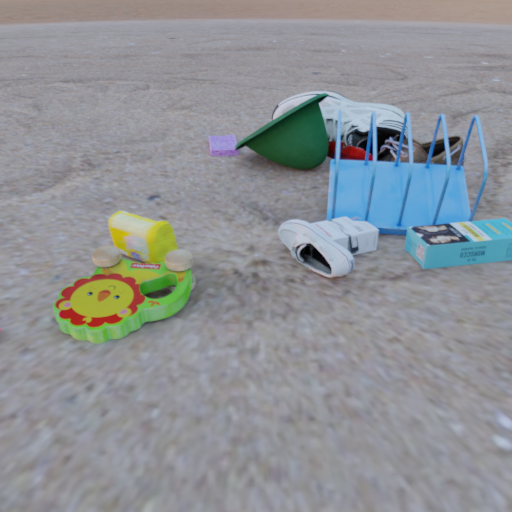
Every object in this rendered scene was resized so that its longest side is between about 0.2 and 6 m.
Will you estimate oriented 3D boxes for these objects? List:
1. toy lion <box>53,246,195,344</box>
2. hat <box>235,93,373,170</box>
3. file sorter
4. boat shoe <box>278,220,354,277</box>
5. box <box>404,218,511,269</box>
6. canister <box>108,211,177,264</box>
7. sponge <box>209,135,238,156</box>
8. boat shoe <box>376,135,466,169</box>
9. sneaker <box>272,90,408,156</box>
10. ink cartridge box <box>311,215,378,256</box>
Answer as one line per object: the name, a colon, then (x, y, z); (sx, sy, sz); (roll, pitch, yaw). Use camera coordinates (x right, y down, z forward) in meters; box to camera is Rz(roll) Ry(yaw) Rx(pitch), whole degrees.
toy lion: (-1.788, 0.548, 7.628); (1.707, 0.586, 1.637); (2, 35, 4)
hat: (1.248, -2.079, 12.781); (2.350, 2.497, 2.837); (-36, 10, -39)
file sorter: (2.551, -1.487, 9.739); (2.497, 1.532, 1.732); (4, 52, 6)
boat shoe: (0.805, -0.094, 8.770); (0.512, 0.560, 1.558); (-16, 40, -36)
box: (3.387, -0.215, 9.058); (1.767, 0.434, 0.727); (-5, 29, -10)
canister: (-1.781, -0.260, 8.789); (1.040, 0.772, 0.450); (18, 41, 33)
sponge: (-0.831, -2.798, 14.158); (0.692, 0.185, 1.241); (-3, 29, -6)
boat shoe: (2.953, -1.885, 11.443); (3.033, 1.098, 1.096); (-15, 33, -24)
sneaker: (2.026, -3.182, 13.679); (3.454, 1.304, 1.987); (6, 27, 6)
ink cartridge box: (1.415, -0.311, 9.264); (0.963, 0.406, 0.697); (-12, 30, -21)
